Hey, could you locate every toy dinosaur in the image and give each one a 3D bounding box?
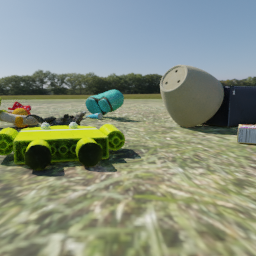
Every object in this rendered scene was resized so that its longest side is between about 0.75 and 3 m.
[{"bbox_3d":[-1.966,-0.113,7.780,1.694,0.652,0.866,-7,-4,-5],"label":"toy dinosaur"}]

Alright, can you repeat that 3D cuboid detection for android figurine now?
[{"bbox_3d":[-1.203,0.217,5.061,2.179,0.491,2.393,-2,9,-14],"label":"android figurine"}]

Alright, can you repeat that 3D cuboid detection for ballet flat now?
[{"bbox_3d":[-0.946,-1.107,12.178,1.027,0.983,2.919,-31,14,-22],"label":"ballet flat"}]

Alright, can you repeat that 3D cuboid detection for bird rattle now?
[{"bbox_3d":[-3.545,-0.314,8.930,1.558,1.076,1.911,16,0,23],"label":"bird rattle"}]

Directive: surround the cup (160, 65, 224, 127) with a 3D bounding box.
[{"bbox_3d":[1.760,-1.168,8.644,1.353,1.892,1.892,35,-17,-37],"label":"cup"}]

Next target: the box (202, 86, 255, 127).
[{"bbox_3d":[3.293,-0.843,10.008,2.205,1.317,2.242,-5,9,-36],"label":"box"}]

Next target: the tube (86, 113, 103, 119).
[{"bbox_3d":[-1.404,-0.494,11.772,0.384,0.250,0.991,5,-2,-34],"label":"tube"}]

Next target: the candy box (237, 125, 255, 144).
[{"bbox_3d":[3.046,0.149,6.005,1.292,0.365,0.754,5,8,23],"label":"candy box"}]
